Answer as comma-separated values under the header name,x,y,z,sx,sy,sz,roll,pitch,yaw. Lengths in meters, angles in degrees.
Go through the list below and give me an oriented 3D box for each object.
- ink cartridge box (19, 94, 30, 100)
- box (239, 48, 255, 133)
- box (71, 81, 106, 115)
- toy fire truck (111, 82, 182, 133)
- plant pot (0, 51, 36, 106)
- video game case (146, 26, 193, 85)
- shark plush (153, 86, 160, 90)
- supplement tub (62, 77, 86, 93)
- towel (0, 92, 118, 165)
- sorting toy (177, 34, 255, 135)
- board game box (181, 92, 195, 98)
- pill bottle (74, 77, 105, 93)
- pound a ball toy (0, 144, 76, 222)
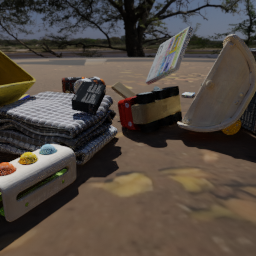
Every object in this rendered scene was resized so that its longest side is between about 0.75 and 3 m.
name,x,y,z,sx,sy,sz,roll,pitch,yaw
ink cartridge box,-4.693,-0.970,11.302,1.984,0.466,1.961,-10,17,1
box,4.343,-1.394,9.528,1.568,2.529,2.487,-2,18,-14
box,-1.001,-0.798,7.246,0.641,0.358,0.909,15,43,5
toy fire truck,0.312,-0.879,9.905,2.566,1.651,2.258,0,14,41
plant pot,-4.801,-1.111,7.556,2.809,2.478,2.809,40,14,-4
video game case,1.419,-2.491,9.792,0.201,1.823,1.660,31,-23,-23
shark plush,1.422,-1.080,11.271,0.971,0.890,2.137,-1,18,-5
supplement tub,-2.784,-2.352,15.377,1.640,0.877,0.877,-4,18,-13
towel,-1.997,-0.164,7.640,2.992,1.280,2.477,7,20,19
sorting toy,2.878,-1.080,9.179,1.595,2.985,2.687,29,5,-1
board game box,3.140,-1.721,14.576,0.524,0.133,0.779,9,20,25
pill bottle,-1.915,-2.150,14.579,0.951,0.951,1.789,9,20,27
pound a ball toy,-2.106,0.859,5.190,1.309,0.853,2.007,10,20,29
